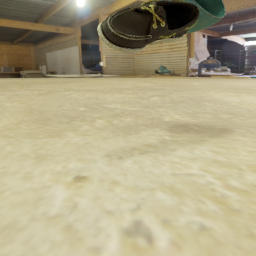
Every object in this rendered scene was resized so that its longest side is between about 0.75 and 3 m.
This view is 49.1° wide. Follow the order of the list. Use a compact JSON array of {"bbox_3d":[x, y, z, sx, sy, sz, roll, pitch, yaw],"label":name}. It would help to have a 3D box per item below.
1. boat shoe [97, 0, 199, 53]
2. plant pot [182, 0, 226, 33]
[{"bbox_3d":[0.501,-2.159,5.644,2.503,0.892,0.754,-25,-4,-40],"label":"boat shoe"},{"bbox_3d":[1.485,-3.193,7.330,1.774,1.774,1.195,-11,-18,-42],"label":"plant pot"}]
